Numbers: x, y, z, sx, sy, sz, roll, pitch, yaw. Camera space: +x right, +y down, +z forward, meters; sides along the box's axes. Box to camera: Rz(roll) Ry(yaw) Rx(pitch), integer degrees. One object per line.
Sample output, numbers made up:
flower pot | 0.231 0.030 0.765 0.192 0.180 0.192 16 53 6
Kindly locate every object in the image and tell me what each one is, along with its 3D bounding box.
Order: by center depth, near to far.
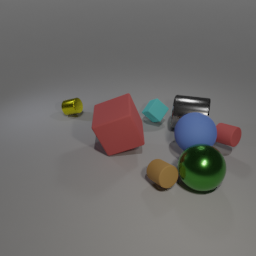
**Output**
ball | 2.179 1.161 8.306 1.400 1.400 1.400 0 29 0
cylinder | 1.023 1.352 8.396 0.700 0.700 0.700 -15 19 -25
ball | 2.261 0.173 9.417 1.400 1.400 1.400 0 29 0
cylinder | 3.437 0.231 9.707 0.700 0.700 0.700 -23 28 -35
cube | -0.327 -0.125 9.916 1.400 1.400 1.400 -18 36 12
cylinder | 2.551 -0.584 11.371 1.400 1.400 1.400 8 30 15
cube | 1.147 -0.731 11.836 0.700 0.700 0.700 -55 16 -14
cylinder | -2.506 -0.964 12.598 0.700 0.700 0.700 -8 24 26
